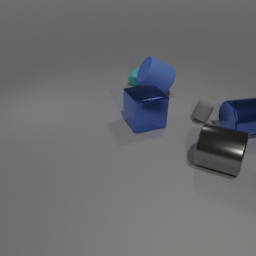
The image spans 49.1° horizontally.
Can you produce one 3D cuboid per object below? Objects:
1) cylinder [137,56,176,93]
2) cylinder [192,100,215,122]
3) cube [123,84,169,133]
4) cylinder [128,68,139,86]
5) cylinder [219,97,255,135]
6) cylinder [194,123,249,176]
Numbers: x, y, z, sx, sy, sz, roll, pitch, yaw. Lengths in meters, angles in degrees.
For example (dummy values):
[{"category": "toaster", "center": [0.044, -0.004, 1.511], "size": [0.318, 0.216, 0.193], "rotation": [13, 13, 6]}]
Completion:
[{"category": "cylinder", "center": [1.358, -2.563, 13.572], "size": [1.400, 1.400, 1.400], "rotation": [21, 25, -23]}, {"category": "cylinder", "center": [3.139, -0.713, 11.710], "size": [0.700, 0.700, 0.700], "rotation": [19, 23, -8]}, {"category": "cube", "center": [0.687, -0.815, 11.375], "size": [1.400, 1.400, 1.400], "rotation": [-11, 33, -18]}, {"category": "cylinder", "center": [0.471, -2.734, 14.919], "size": [0.700, 0.700, 0.700], "rotation": [18, 60, 27]}, {"category": "cylinder", "center": [4.411, -0.411, 10.678], "size": [1.400, 1.400, 1.400], "rotation": [-7, 32, -7]}, {"category": "cylinder", "center": [2.982, 0.674, 8.956], "size": [1.400, 1.400, 1.400], "rotation": [15, 34, 23]}]
